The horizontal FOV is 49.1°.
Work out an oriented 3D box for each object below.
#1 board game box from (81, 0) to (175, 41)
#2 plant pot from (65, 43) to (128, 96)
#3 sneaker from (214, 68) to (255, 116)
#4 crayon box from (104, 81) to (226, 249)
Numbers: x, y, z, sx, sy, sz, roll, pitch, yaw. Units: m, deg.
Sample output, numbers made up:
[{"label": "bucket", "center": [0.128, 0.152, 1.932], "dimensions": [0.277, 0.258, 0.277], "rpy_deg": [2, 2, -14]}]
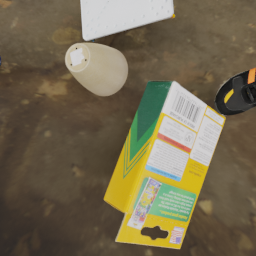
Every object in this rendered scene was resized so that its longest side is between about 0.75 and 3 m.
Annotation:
[{"label": "board game box", "center": [-0.092, -3.235, 6.251], "dimensions": [2.214, 0.286, 2.215], "rpy_deg": [-6, 86, 28]}, {"label": "plant pot", "center": [-0.743, -1.300, 5.824], "dimensions": [1.116, 1.192, 1.116], "rpy_deg": [-1, 87, 23]}, {"label": "sneaker", "center": [2.342, -0.778, 4.647], "dimensions": [1.850, 0.832, 0.647], "rpy_deg": [-25, 91, -1]}, {"label": "crayon box", "center": [0.629, 0.664, 4.810], "dimensions": [0.650, 1.585, 2.521], "rpy_deg": [13, 80, 51]}]
